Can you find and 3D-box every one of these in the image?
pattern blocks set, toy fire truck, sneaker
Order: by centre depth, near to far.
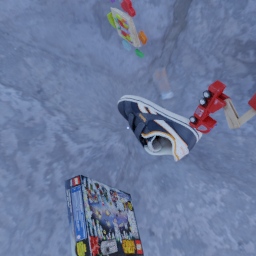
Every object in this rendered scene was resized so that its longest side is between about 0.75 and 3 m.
[{"bbox_3d":[1.759,-0.319,4.990,0.984,1.395,0.340,40,47,21],"label":"toy fire truck"},{"bbox_3d":[-0.047,-1.865,5.201,0.105,1.293,1.136,-40,45,-9],"label":"pattern blocks set"},{"bbox_3d":[0.450,-0.034,6.302,2.246,0.881,0.892,26,66,36],"label":"sneaker"}]

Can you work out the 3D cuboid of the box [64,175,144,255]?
[{"bbox_3d":[-0.371,1.690,5.054,0.376,1.885,1.290,-24,60,18],"label":"box"}]
